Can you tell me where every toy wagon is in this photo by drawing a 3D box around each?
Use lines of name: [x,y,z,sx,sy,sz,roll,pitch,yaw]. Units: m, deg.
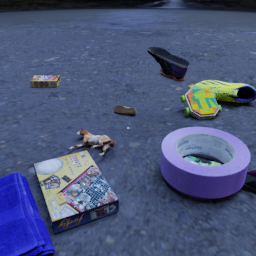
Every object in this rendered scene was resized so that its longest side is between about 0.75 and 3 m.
toy wagon: [3.042,-1.215,11.989,1.537,0.392,1.980,-5,55,-10]

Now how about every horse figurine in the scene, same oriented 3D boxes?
horse figurine: [-1.126,0.489,9.486,1.818,0.454,1.205,6,23,25]

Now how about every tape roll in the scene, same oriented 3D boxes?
tape roll: [2.158,0.891,8.049,2.414,0.792,2.414,-1,31,1]

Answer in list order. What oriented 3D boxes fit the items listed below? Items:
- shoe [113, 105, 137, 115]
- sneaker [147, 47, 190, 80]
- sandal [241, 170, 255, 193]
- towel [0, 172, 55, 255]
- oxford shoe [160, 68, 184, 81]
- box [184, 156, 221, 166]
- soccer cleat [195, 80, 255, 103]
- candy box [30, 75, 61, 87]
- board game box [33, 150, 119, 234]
shoe: [-0.128,-0.737,11.948,1.056,0.282,0.369,10,72,22]
sneaker: [1.400,-2.440,10.666,1.813,0.794,0.687,36,42,25]
sandal: [3.638,1.432,7.762,2.182,0.522,0.820,9,30,18]
towel: [-3.044,2.136,6.338,2.060,0.691,2.790,-15,32,-26]
oxford shoe: [2.535,-3.262,16.005,0.653,0.665,1.834,-21,35,-33]
box: [2.065,1.180,8.364,1.129,0.205,0.815,13,30,41]
soccer cleat: [4.338,-1.642,12.671,2.994,0.968,1.252,2,12,-1]
candy box: [-4.382,-2.493,14.923,1.401,0.395,0.817,-2,30,0]
board game box: [-1.491,1.575,7.615,1.671,0.427,2.467,-13,31,-22]
